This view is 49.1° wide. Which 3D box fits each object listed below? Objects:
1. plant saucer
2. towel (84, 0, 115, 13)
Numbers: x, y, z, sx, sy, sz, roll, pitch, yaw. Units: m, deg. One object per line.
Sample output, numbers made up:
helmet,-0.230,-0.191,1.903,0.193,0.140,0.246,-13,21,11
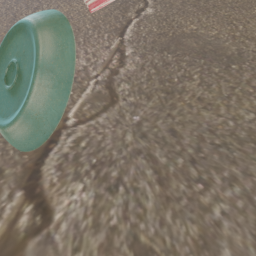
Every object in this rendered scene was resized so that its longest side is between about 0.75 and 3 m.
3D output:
plant saucer,-1.710,-0.818,4.526,0.428,2.380,2.380,11,27,-46
towel,-1.092,-4.841,8.738,1.474,2.015,0.301,-36,20,-14
